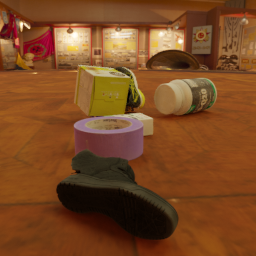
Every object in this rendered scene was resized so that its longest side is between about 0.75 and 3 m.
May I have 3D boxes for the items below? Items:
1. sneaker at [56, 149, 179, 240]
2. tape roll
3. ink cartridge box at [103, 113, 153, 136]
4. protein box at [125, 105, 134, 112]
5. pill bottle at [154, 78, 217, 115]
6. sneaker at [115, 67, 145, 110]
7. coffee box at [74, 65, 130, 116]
[{"bbox_3d":[-0.185,1.004,5.027,2.702,0.812,1.409,6,20,32],"label":"sneaker"},{"bbox_3d":[-0.528,0.265,7.826,1.920,0.816,1.920,0,14,0],"label":"tape roll"},{"bbox_3d":[0.006,-0.091,9.537,1.448,0.611,1.058,-7,16,-24],"label":"ink cartridge box"},{"bbox_3d":[-0.233,-1.079,13.414,0.772,0.521,0.766,-12,19,-38],"label":"protein box"},{"bbox_3d":[2.604,-1.425,12.672,2.760,1.561,1.561,-12,19,-37],"label":"pill bottle"},{"bbox_3d":[-0.093,-1.940,12.855,1.029,0.906,2.433,1,51,-51],"label":"sneaker"},{"bbox_3d":[-1.058,-1.479,11.096,1.600,1.602,1.584,-3,25,-32],"label":"coffee box"}]
